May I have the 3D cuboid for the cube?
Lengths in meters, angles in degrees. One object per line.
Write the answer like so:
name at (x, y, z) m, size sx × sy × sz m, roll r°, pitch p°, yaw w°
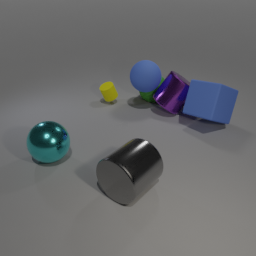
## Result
cube at (3.299, -1.049, 11.231) m, size 1.400 × 1.400 × 1.400 m, roll 7°, pitch 10°, yaw -42°

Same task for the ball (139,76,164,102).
ball at (1.220, -1.956, 13.691) m, size 1.400 × 1.400 × 1.400 m, roll 0°, pitch 29°, yaw 0°

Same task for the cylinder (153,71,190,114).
cylinder at (2.055, -1.573, 12.437) m, size 1.400 × 1.400 × 1.400 m, roll 32°, pitch 22°, yaw -14°

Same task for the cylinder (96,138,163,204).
cylinder at (0.060, 1.191, 7.937) m, size 1.400 × 1.400 × 1.400 m, roll 21°, pitch 35°, yaw 33°

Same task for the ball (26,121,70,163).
ball at (-2.627, 0.461, 9.284) m, size 1.400 × 1.400 × 1.400 m, roll 0°, pitch 29°, yaw 0°

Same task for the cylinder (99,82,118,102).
cylinder at (-0.920, -1.747, 13.445) m, size 0.700 × 0.700 × 0.700 m, roll -15°, pitch 40°, yaw 13°

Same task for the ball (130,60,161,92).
ball at (0.776, -2.286, 12.399) m, size 1.400 × 1.400 × 1.400 m, roll 0°, pitch 29°, yaw 0°
